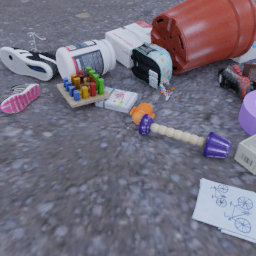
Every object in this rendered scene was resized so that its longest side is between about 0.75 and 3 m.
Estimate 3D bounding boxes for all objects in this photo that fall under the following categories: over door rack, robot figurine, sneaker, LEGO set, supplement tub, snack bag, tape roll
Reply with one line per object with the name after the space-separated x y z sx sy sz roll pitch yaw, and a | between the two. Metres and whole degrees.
-3.810 -3.494 11.710 1.052 0.777 0.350 29 45 32 | over door rack
0.414 -0.399 8.122 0.599 0.485 0.832 46 44 -9 | robot figurine
3.515 -1.529 9.379 0.897 0.649 1.836 -2 37 -1 | sneaker
1.030 -1.325 8.862 0.993 0.742 0.244 34 67 22 | LEGO set
-1.487 -2.372 9.901 1.817 1.275 1.275 -23 44 -26 | supplement tub
-3.498 -2.559 10.584 2.423 0.885 1.355 25 41 16 | sneaker
2.035 1.657 5.840 1.273 0.136 1.200 14 40 16 | snack bag
4.215 -0.330 7.898 1.975 0.648 1.975 0 40 0 | tape roll
-3.475 -0.965 8.776 0.676 0.570 1.545 13 40 23 | sneaker

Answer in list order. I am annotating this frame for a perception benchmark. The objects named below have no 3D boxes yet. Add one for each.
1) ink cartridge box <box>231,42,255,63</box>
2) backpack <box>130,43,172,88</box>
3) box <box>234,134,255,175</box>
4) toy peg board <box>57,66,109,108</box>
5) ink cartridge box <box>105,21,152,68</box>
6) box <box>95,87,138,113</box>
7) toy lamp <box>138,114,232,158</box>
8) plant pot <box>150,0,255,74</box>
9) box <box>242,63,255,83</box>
4.555 -3.345 11.629 1.084 0.636 1.481 -17 41 -21 | ink cartridge box
0.893 -2.144 9.674 1.090 1.250 1.422 -27 50 -24 | backpack
3.255 0.558 6.843 1.057 0.576 0.676 -21 44 -24 | box
-1.401 -1.350 8.669 1.249 0.613 1.254 -18 45 -27 | toy peg board
0.302 -3.434 11.385 2.097 0.869 1.539 -31 58 -32 | ink cartridge box
-0.366 -0.902 8.930 1.119 0.230 0.872 15 43 16 | box
1.445 0.218 7.232 2.330 0.678 0.678 19 43 23 | toy lamp
2.575 -3.522 10.313 2.870 2.951 2.951 -27 45 -18 | plant pot
4.617 -1.693 9.101 0.870 0.651 1.737 1 20 -16 | box
